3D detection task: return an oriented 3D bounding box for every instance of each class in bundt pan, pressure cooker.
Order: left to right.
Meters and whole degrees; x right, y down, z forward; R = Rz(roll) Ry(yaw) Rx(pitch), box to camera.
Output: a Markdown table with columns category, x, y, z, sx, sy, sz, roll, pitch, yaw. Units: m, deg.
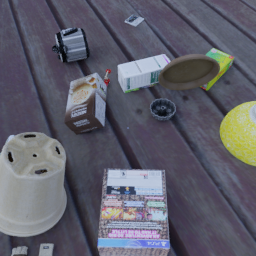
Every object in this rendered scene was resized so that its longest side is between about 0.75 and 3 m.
| category | x | y | z | sx | sy | sz | roll | pitch | yaw |
| --- | --- | --- | --- | --- | --- | --- | --- | --- | --- |
| pressure cooker | -2.725 | -3.815 | 13.093 | 1.647 | 1.449 | 1.471 | -15 | 73 | -10 |
| bundt pan | 1.393 | -0.688 | 11.296 | 1.043 | 0.391 | 1.043 | 0 | 51 | 0 |

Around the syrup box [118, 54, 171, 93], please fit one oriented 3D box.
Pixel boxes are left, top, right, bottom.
| category | x | y | z | sx | sy | sz | roll | pitch | yaw |
| --- | --- | --- | --- | --- | --- | --- | --- | --- | --- |
| syrup box | 0.757 | -2.402 | 12.309 | 2.277 | 0.897 | 0.927 | -15 | 53 | -12 |

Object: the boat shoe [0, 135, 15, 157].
| category | x | y | z | sx | sy | sz | roll | pitch | yaw |
| --- | --- | --- | --- | --- | --- | --- | --- | --- | --- |
| boat shoe | -4.220 | 1.045 | 9.785 | 0.562 | 0.652 | 1.811 | -8 | 55 | -4 |

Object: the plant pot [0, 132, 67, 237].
| category | x | y | z | sx | sy | sz | roll | pitch | yaw |
| --- | --- | --- | --- | --- | --- | --- | --- | --- | --- |
| plant pot | -2.761 | 1.430 | 7.998 | 2.435 | 2.229 | 2.435 | 15 | 40 | -13 |

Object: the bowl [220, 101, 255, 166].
| category | x | y | z | sx | sy | sz | roll | pitch | yaw |
| --- | --- | --- | --- | --- | --- | --- | --- | --- | --- |
| bowl | 4.904 | -0.109 | 10.157 | 2.743 | 1.476 | 2.743 | 0 | 51 | 0 |

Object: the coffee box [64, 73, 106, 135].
| category | x | y | z | sx | sy | sz | roll | pitch | yaw |
| --- | --- | --- | --- | --- | --- | --- | --- | --- | --- |
| coffee box | -1.614 | -0.970 | 10.967 | 1.262 | 0.880 | 2.207 | -17 | 49 | 18 |

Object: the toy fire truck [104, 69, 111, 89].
| category | x | y | z | sx | sy | sz | roll | pitch | yaw |
| --- | --- | --- | --- | --- | --- | --- | --- | --- | --- |
| toy fire truck | -0.947 | -2.154 | 12.340 | 0.193 | 0.558 | 0.791 | 13 | 53 | 12 |

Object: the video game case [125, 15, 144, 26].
| category | x | y | z | sx | sy | sz | roll | pitch | yaw |
| --- | --- | --- | --- | --- | --- | --- | --- | --- | --- |
| video game case | 0.364 | -6.026 | 15.683 | 0.757 | 0.097 | 0.833 | 29 | 58 | 21 |

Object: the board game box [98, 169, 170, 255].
| category | x | y | z | sx | sy | sz | roll | pitch | yaw |
| --- | --- | --- | --- | --- | --- | --- | --- | --- | --- |
| board game box | 0.168 | 2.504 | 8.296 | 1.876 | 1.140 | 2.354 | 1 | 52 | 1 |

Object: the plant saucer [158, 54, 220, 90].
| category | x | y | z | sx | sy | sz | roll | pitch | yaw |
| --- | --- | --- | --- | --- | --- | --- | --- | --- | --- |
| plant saucer | 2.406 | -2.221 | 11.203 | 2.445 | 2.445 | 0.360 | -5 | 71 | -4 |

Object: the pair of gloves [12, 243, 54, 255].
| category | x | y | z | sx | sy | sz | roll | pitch | yaw |
| --- | --- | --- | --- | --- | --- | --- | --- | --- | --- |
| pair of gloves | -2.731 | 3.838 | 7.850 | 1.261 | 0.221 | 1.073 | -5 | 48 | -6 |

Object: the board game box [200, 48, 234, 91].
| category | x | y | z | sx | sy | sz | roll | pitch | yaw |
| --- | --- | --- | --- | --- | --- | --- | --- | --- | --- |
| board game box | 3.761 | -2.727 | 12.803 | 1.128 | 0.529 | 2.222 | 34 | 59 | 24 |
